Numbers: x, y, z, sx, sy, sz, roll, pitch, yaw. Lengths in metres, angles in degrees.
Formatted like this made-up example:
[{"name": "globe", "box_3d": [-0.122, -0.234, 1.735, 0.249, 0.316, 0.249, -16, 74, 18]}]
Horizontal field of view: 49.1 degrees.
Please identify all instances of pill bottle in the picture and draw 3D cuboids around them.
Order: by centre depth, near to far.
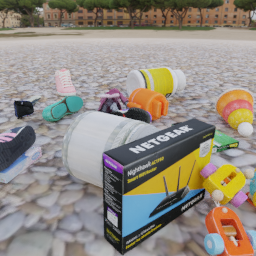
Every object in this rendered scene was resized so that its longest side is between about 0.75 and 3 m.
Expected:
[{"name": "pill bottle", "box_3d": [1.477, -2.259, 14.240, 2.848, 1.585, 1.585, -12, 26, -26]}]

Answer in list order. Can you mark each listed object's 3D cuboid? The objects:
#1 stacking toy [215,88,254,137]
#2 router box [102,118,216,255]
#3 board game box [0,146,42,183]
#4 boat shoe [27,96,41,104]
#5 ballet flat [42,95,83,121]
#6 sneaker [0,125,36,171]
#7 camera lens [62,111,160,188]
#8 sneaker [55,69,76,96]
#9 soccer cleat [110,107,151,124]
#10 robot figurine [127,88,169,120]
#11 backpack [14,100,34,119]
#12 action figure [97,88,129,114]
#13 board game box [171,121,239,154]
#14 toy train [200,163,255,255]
[{"name": "stacking toy", "box_3d": [4.227, -0.414, 10.683, 1.508, 1.508, 2.064, 2, 42, 4]}, {"name": "router box", "box_3d": [0.687, 1.067, 5.770, 2.628, 1.960, 0.671, -19, 31, -38]}, {"name": "board game box", "box_3d": [-3.681, 0.926, 8.207, 1.600, 0.349, 1.608, 8, 24, 16]}, {"name": "boat shoe", "box_3d": [-4.578, -1.324, 13.666, 0.374, 0.309, 1.000, 8, 26, 12]}, {"name": "ballet flat", "box_3d": [-2.861, -0.882, 12.077, 0.831, 0.795, 2.361, -6, 16, 26]}, {"name": "sneaker", "box_3d": [-3.541, 0.628, 7.710, 0.940, 0.804, 2.291, -8, 16, 21]}, {"name": "camera lens", "box_3d": [-0.345, 0.611, 7.014, 2.291, 1.832, 1.832, 14, 26, 30]}, {"name": "sneaker", "box_3d": [-3.512, -2.553, 15.440, 0.894, 1.241, 2.374, -8, 25, -23]}, {"name": "soccer cleat", "box_3d": [0.156, -0.307, 7.871, 0.585, 0.545, 1.599, -7, 4, -40]}, {"name": "robot figurine", "box_3d": [0.835, -1.047, 11.915, 1.456, 1.181, 2.025, -48, 41, -13]}, {"name": "backpack", "box_3d": [-4.462, -0.831, 12.009, 0.778, 0.817, 0.629, -9, 11, -28]}, {"name": "action figure", "box_3d": [-0.780, -1.155, 11.730, 1.511, 1.680, 2.256, -2, 36, 11]}, {"name": "board game box", "box_3d": [2.670, 0.236, 10.013, 1.199, 0.269, 2.289, -8, 24, -23]}, {"name": "toy train", "box_3d": [2.502, 1.774, 5.771, 2.926, 0.814, 2.198, 1, 47, -24]}]
